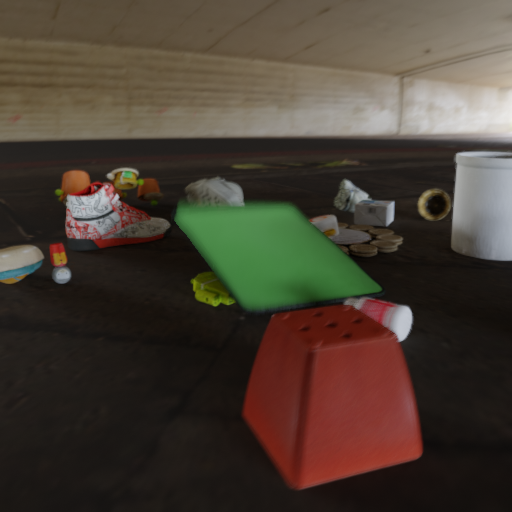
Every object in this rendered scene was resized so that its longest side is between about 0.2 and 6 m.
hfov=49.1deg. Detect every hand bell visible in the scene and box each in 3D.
[{"bbox_3d":[4.877,-1.303,14.907,0.809,0.809,1.554,8,4,28],"label":"hand bell"}]

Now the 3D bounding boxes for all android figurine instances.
[{"bbox_3d":[-0.485,0.497,8.639,1.160,0.238,1.056,15,21,33],"label":"android figurine"}]

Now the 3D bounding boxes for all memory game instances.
[{"bbox_3d":[1.714,-0.364,11.986,2.800,0.178,2.800,0,15,0],"label":"memory game"}]

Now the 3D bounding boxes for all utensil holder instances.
[{"bbox_3d":[4.739,-1.029,11.081,1.644,1.934,1.644,-1,16,0],"label":"utensil holder"}]

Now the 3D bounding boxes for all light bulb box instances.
[{"bbox_3d":[2.937,-1.074,13.940,0.825,0.520,0.833,7,17,23],"label":"light bulb box"}]

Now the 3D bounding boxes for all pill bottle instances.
[{"bbox_3d":[1.536,0.789,7.210,0.801,0.450,0.450,12,19,37],"label":"pill bottle"}]

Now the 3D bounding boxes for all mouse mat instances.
[{"bbox_3d":[0.265,-0.101,9.187,2.571,0.120,3.195,-4,31,-28],"label":"mouse mat"}]

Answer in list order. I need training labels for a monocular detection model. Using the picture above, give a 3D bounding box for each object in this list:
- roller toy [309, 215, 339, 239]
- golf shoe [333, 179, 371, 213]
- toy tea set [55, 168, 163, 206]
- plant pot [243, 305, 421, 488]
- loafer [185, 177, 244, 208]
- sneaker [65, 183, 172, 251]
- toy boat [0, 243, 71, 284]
[{"bbox_3d":[1.360,-0.538,11.349,0.670,0.468,0.611,-7,14,33],"label":"roller toy"},{"bbox_3d":[2.762,-1.582,15.831,0.973,0.784,2.002,17,21,-3],"label":"golf shoe"},{"bbox_3d":[-4.157,-1.677,15.923,2.999,1.110,1.784,-5,-14,-8],"label":"toy tea set"},{"bbox_3d":[0.643,1.089,4.932,1.217,1.074,1.218,-5,16,-20],"label":"plant pot"},{"bbox_3d":[-0.868,-1.463,14.056,1.171,1.174,3.356,-19,20,-16],"label":"loafer"},{"bbox_3d":[-2.853,-0.919,11.882,2.409,1.291,0.804,-12,19,-38],"label":"sneaker"},{"bbox_3d":[-3.798,0.180,9.333,1.424,0.662,1.197,-5,10,11],"label":"toy boat"}]
